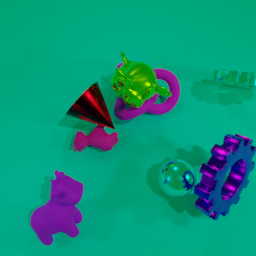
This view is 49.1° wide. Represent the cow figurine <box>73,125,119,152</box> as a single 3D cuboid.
[{"bbox_3d":[-0.923,0.374,7.735,1.083,0.594,1.065,31,62,20],"label":"cow figurine"}]

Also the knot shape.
[{"bbox_3d":[0.570,-1.080,8.259,1.929,0.952,2.061,3,63,1],"label":"knot shape"}]

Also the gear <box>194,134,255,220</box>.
[{"bbox_3d":[2.305,1.136,6.545,2.011,2.011,0.372,-45,43,-20],"label":"gear"}]

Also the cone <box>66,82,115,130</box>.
[{"bbox_3d":[-0.792,-0.378,7.493,1.217,1.213,1.213,43,69,-5],"label":"cone"}]

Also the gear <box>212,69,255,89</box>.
[{"bbox_3d":[3.344,-1.370,8.034,1.759,1.759,0.325,10,99,5],"label":"gear"}]

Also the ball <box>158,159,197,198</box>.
[{"bbox_3d":[1.237,1.262,7.060,0.959,0.959,0.959,0,63,0],"label":"ball"}]

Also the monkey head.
[{"bbox_3d":[0.179,-1.285,7.196,1.139,1.359,1.890,-43,73,-10],"label":"monkey head"}]

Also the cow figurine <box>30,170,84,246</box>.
[{"bbox_3d":[-1.630,1.786,6.301,1.573,1.547,0.863,-23,23,11],"label":"cow figurine"}]
